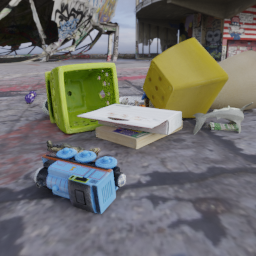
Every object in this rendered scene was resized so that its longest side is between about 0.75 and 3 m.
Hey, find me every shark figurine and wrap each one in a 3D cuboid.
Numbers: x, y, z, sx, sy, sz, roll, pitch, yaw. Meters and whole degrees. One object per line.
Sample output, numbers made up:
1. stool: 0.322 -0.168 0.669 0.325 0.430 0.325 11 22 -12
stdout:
1. shark figurine: 3.536 -0.241 9.893 2.456 1.025 1.467 -2 -18 -32

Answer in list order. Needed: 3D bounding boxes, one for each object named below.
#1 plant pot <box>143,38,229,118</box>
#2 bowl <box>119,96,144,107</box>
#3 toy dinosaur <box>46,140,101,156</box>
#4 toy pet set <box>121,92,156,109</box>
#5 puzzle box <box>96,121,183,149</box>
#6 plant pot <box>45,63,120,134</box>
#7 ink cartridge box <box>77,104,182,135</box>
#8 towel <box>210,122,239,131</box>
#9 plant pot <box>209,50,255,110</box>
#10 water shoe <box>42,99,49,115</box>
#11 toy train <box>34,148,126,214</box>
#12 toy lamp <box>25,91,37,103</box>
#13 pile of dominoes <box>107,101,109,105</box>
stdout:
1. plant pot: 1.959 -1.753 10.912 2.080 2.359 2.359 -16 59 -25
2. bowl: 0.198 -1.145 13.336 1.338 0.500 1.336 3 17 6
3. toy dinosaur: -1.723 0.606 7.665 1.970 0.468 0.868 10 3 28
4. toy pet set: 0.614 -1.156 11.742 1.949 1.109 2.088 -1 6 -24
5. puzzle box: 0.441 0.019 9.756 1.802 0.344 2.708 15 22 39
6. plant pot: -1.862 -1.219 10.661 2.330 2.342 2.125 -13 15 -34
7. ink cartridge box: 0.100 -0.212 8.938 2.620 0.571 2.274 10 20 29
8. towel: 3.580 -0.062 10.429 0.998 0.117 0.761 3 16 11
9. plant pot: 4.389 -1.877 12.595 2.899 2.715 2.715 -15 21 -19
10. water shoe: -2.931 -1.104 12.870 1.097 0.993 2.779 -35 3 40
11. toy train: -1.042 1.003 5.770 1.958 0.849 1.119 9 25 27
12. toy lamp: -5.258 -1.658 15.089 0.494 0.494 1.698 -4 16 -12
13. pile of dominoes: -1.699 -1.290 13.934 2.083 0.425 2.672 -1 17 -3
